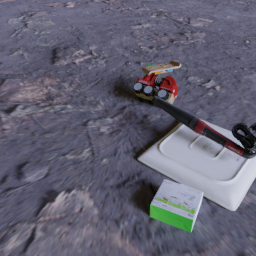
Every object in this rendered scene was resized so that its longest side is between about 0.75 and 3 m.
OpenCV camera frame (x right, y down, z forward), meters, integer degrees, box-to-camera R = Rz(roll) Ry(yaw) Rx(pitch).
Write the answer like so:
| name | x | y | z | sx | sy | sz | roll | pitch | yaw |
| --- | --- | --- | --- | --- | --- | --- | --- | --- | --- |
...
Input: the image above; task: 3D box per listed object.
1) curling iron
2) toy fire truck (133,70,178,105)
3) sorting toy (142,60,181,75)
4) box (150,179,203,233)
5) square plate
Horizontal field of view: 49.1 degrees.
| name | x | y | z | sx | sy | sz | roll | pitch | yaw |
| --- | --- | --- | --- | --- | --- | --- | --- | --- | --- |
| curling iron | 1.676 | -0.149 | 6.293 | 2.896 | 0.370 | 0.718 | 28 | 81 | 39 |
| toy fire truck | 0.992 | -1.365 | 8.391 | 1.223 | 0.894 | 1.390 | 21 | 75 | 27 |
| sorting toy | 0.939 | -1.818 | 8.462 | 0.997 | 0.198 | 1.349 | -15 | 21 | -4 |
| box | 0.892 | 1.389 | 5.133 | 0.792 | 0.383 | 0.699 | 15 | 38 | 20 |
| square plate | 1.811 | 0.525 | 6.422 | 2.316 | 0.332 | 2.338 | 25 | 43 | 32 |
